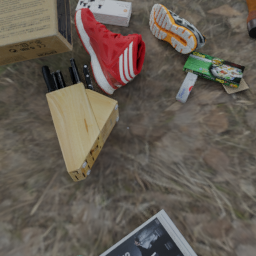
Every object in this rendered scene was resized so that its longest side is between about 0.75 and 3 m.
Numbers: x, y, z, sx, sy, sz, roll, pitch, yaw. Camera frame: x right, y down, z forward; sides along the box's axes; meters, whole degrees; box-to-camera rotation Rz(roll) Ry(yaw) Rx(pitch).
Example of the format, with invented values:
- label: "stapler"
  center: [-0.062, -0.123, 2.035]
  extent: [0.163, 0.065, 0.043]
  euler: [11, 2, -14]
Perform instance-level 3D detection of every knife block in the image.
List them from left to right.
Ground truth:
- label: "knife block"
  center: [-1.700, -0.416, 7.600]
  extent: [2.617, 0.954, 2.981]
  euler: [22, 67, 11]

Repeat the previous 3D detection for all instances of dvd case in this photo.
- label: "dvd case"
  center: [0.452, 3.035, 6.344]
  extent: [1.985, 0.246, 1.492]
  euler: [-32, 68, -15]

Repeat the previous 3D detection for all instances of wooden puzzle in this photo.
- label: "wooden puzzle"
  center: [3.186, -1.376, 8.513]
  extent: [0.752, 0.140, 0.695]
  euler: [-14, 63, -12]

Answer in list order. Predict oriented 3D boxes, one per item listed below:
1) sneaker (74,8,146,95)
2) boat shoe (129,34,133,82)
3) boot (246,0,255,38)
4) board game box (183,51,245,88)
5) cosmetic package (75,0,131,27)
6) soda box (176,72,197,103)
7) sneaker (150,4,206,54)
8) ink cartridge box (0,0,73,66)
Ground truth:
- label: "sneaker"
  center: [-0.405, -2.568, 8.231]
  extent: [1.677, 1.137, 2.903]
  euler: [-25, 78, 19]
- label: "boat shoe"
  center: [-0.019, -2.189, 8.622]
  extent: [0.609, 0.599, 1.635]
  euler: [3, 67, 2]
- label: "boot"
  center: [5.105, -4.006, 9.435]
  extent: [2.182, 0.794, 2.318]
  euler: [-1, 58, 21]
- label: "board game box"
  center: [2.630, -1.820, 8.577]
  extent: [1.711, 0.201, 0.896]
  euler: [22, 60, 13]
- label: "cosmetic package"
  center: [-0.818, -4.007, 9.588]
  extent: [1.786, 0.452, 0.737]
  euler: [9, 66, 4]
- label: "soda box"
  center: [1.711, -1.174, 8.182]
  extent: [0.294, 0.273, 0.862]
  euler: [27, 87, 13]
- label: "sneaker"
  center: [1.536, -3.190, 9.036]
  extent: [0.902, 0.914, 2.336]
  euler: [-17, 58, -34]
- label: "ink cartridge box"
  center: [-2.949, -2.992, 7.380]
  extent: [2.749, 1.032, 2.264]
  euler: [-7, 79, 13]
